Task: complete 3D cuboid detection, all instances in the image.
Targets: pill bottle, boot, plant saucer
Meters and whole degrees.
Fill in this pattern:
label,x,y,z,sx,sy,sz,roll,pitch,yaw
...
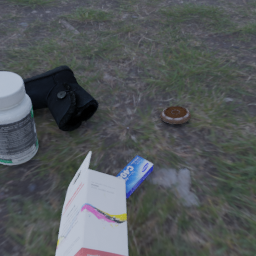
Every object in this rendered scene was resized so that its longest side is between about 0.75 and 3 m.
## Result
label,x,y,z,sx,sy,sz,roll,pitch,yaw
pill bottle,-3.148,-0.208,7.362,1.304,2.305,1.304,4,43,-4
boot,-2.471,-0.712,8.728,2.639,1.008,2.218,-29,53,-11
plant saucer,1.552,-0.466,9.126,0.998,0.160,0.998,-4,35,3

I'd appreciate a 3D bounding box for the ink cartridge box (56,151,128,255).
label,x,y,z,sx,sy,sz,roll,pitch,yaw
ink cartridge box,-0.722,1.929,5.471,0.893,1.540,2.645,20,38,-20

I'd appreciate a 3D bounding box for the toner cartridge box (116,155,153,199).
label,x,y,z,sx,sy,sz,roll,pitch,yaw
toner cartridge box,0.114,1.254,7.341,0.556,0.253,1.171,28,49,26
